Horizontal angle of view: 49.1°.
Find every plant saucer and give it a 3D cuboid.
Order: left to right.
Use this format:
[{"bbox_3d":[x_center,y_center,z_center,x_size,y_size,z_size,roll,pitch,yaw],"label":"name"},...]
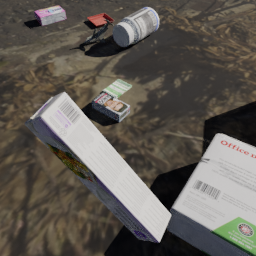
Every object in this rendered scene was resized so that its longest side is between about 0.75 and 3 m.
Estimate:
[{"bbox_3d":[-1.369,-5.421,14.148,1.031,0.189,1.029,-25,51,-21],"label":"plant saucer"}]

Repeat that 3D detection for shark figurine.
[{"bbox_3d":[-1.149,-4.204,12.611,0.649,1.554,0.929,55,26,-1],"label":"shark figurine"}]

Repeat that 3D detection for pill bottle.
[{"bbox_3d":[0.351,-4.508,12.572,1.188,1.188,2.089,32,54,27],"label":"pill bottle"}]

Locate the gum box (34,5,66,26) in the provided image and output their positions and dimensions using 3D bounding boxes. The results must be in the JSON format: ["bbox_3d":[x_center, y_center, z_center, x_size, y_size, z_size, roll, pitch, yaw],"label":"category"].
[{"bbox_3d":[-3.967,-5.710,14.222,1.404,0.464,0.797,-25,52,-22],"label":"gum box"}]

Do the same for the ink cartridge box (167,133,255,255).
[{"bbox_3d":[2.433,1.633,6.689,1.952,1.127,2.672,26,51,23],"label":"ink cartridge box"}]

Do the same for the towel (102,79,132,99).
[{"bbox_3d":[-0.397,-1.466,10.392,0.722,0.111,0.947,30,53,26],"label":"towel"}]

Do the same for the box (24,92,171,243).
[{"bbox_3d":[-0.317,0.650,3.936,0.494,2.554,0.529,-13,34,47],"label":"box"}]

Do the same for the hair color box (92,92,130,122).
[{"bbox_3d":[-0.583,-0.725,9.498,1.207,0.366,0.598,29,52,24],"label":"hair color box"}]
